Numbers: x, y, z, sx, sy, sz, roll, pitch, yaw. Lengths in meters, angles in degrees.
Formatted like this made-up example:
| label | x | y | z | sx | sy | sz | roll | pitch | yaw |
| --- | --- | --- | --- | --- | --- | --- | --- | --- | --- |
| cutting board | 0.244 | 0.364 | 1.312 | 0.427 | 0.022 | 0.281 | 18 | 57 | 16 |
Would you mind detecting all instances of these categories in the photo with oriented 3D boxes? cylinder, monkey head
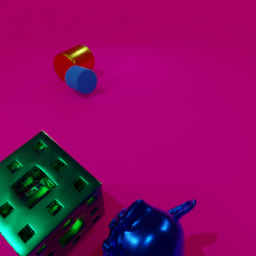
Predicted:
| label | x | y | z | sx | sy | sz | roll | pitch | yaw |
| --- | --- | --- | --- | --- | --- | --- | --- | --- | --- |
| cylinder | -1.427 | -1.476 | 8.529 | 0.734 | 0.734 | 0.734 | -25 | 33 | -31 |
| cylinder | -1.797 | -2.163 | 9.403 | 1.014 | 1.014 | 1.014 | 18 | 39 | 23 |
| monkey head | 0.204 | 1.550 | 3.795 | 1.015 | 1.211 | 1.684 | 29 | 82 | -2 |

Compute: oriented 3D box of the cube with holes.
| label | x | y | z | sx | sy | sz | roll | pitch | yaw |
| --- | --- | --- | --- | --- | --- | --- | --- | --- | --- |
| cube with holes | -1.232 | 1.104 | 4.115 | 1.247 | 1.247 | 1.247 | 37 | 62 | 21 |
